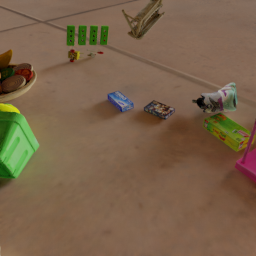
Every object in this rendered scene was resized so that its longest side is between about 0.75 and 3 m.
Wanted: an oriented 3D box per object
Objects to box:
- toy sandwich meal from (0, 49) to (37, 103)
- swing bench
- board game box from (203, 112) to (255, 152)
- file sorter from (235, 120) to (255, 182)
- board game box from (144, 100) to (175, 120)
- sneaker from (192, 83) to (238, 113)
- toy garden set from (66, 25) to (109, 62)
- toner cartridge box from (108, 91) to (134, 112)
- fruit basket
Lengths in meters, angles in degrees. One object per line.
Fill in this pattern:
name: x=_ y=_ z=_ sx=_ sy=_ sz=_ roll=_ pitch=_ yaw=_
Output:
toy sandwich meal: x=-4.721 y=-1.855 z=9.606 sx=3.048 sy=1.044 sz=3.048 roll=0 pitch=37 yaw=0
swing bench: x=0.521 y=-3.395 z=8.479 sx=0.734 sy=1.132 sz=1.126 roll=37 pitch=81 yaw=19
board game box: x=2.749 y=0.078 z=7.702 sx=0.642 sy=0.301 sz=1.263 roll=-20 pitch=42 yaw=-24
file sorter: x=4.278 y=0.571 z=5.763 sx=2.075 sy=1.873 sz=2.986 roll=-25 pitch=44 yaw=-28
board game box: x=0.972 y=-0.566 z=8.674 sx=0.804 sy=0.139 sz=0.545 roll=25 pitch=44 yaw=29
sneaker: x=2.663 y=-0.914 z=8.688 sx=1.316 sy=0.731 sz=1.881 roll=-6 pitch=11 yaw=25
toy garden set: x=-1.724 y=-3.518 z=11.601 sx=1.755 sy=1.463 sz=0.350 roll=-10 pitch=37 yaw=-28
toner cartridge box: x=-0.250 y=-0.870 z=9.020 sx=0.443 sy=0.202 sz=0.934 roll=-21 pitch=42 yaw=-25
fruit basket: x=-3.383 y=0.006 z=6.849 sx=2.452 sy=1.769 sz=2.452 roll=-1 pitch=55 yaw=1
